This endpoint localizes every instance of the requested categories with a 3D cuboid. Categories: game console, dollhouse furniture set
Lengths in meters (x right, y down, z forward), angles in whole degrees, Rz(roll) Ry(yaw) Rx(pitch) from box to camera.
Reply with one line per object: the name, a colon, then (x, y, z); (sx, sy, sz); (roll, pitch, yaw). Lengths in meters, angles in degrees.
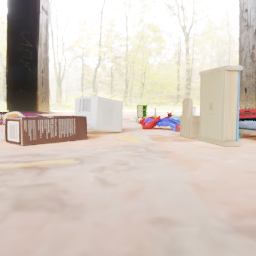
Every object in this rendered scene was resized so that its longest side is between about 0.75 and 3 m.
game console: (2.888, -0.176, 7.797); (1.718, 0.267, 1.520); (-2, -14, 10)
dollhouse furniture set: (0.896, -0.707, 13.808); (1.133, 0.875, 2.268); (-1, 5, -5)
dollhouse furniture set: (2.865, -0.510, 6.698); (2.463, 1.607, 2.325); (-1, 5, -15)

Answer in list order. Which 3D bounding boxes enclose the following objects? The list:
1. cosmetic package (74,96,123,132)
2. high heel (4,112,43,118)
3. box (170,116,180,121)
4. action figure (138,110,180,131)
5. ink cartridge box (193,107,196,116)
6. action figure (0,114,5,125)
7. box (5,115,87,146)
cosmetic package: (-0.852, -0.379, 8.202); (0.938, 0.938, 1.138); (1, -4, 40)
high heel: (-4.583, -0.459, 12.523); (1.666, 0.561, 0.799); (0, 6, -12)
box: (2.258, -0.363, 12.983); (0.535, 0.320, 1.301); (2, 5, 19)
action figure: (1.198, -0.216, 9.401); (0.787, 0.621, 2.404); (-18, 12, -41)
ink cartridge box: (2.664, -0.552, 12.353); (0.904, 0.796, 0.202); (-3, 6, -41)
action figure: (-5.681, -0.268, 12.230); (0.781, 0.582, 0.523); (14, 41, -11)
box: (-1.833, 0.017, 6.444); (0.830, 0.621, 1.657); (4, 4, 44)
